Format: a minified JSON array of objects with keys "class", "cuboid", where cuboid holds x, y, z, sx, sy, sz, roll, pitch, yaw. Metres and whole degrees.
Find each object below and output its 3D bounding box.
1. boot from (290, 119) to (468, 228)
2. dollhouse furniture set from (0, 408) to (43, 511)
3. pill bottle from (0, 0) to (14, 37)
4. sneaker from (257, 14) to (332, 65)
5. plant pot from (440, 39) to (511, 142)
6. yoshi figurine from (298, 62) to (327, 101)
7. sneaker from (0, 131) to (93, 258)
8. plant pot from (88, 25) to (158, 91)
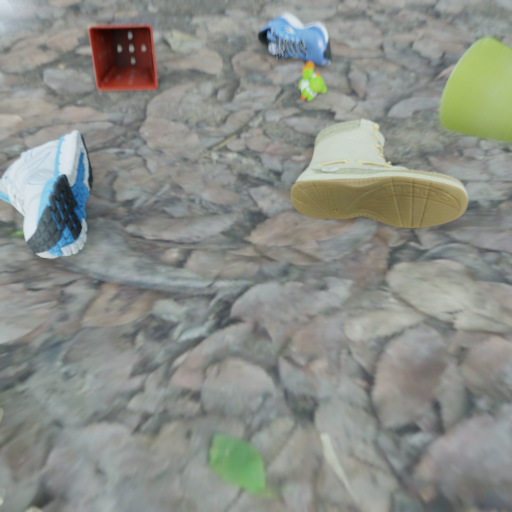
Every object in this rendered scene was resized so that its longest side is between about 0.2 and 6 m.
[{"class":"boot","cuboid":[2.251,-1.550,9.983,2.880,1.048,2.238,3,41,19]},{"class":"dollhouse furniture set","cuboid":[-3.085,2.572,6.076,1.205,1.345,1.697,-49,23,6]},{"class":"pill bottle","cuboid":[-3.129,-2.509,6.180,0.512,0.512,0.913,29,75,28]},{"class":"sneaker","cuboid":[0.967,-5.488,14.643,1.195,1.053,2.681,-30,42,-17]},{"class":"plant pot","cuboid":[2.996,-1.794,6.552,1.114,1.114,1.190,-30,51,-30]},{"class":"yoshi figurine","cuboid":[1.376,-4.121,13.246,0.671,0.669,1.194,8,45,-1]},{"class":"sneaker","cuboid":[-3.643,-0.955,9.411,1.435,1.242,3.313,-11,34,-3]},{"class":"plant pot","cuboid":[-3.123,-4.938,13.662,1.464,1.463,1.290,-1,31,-1]}]
